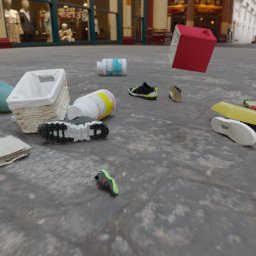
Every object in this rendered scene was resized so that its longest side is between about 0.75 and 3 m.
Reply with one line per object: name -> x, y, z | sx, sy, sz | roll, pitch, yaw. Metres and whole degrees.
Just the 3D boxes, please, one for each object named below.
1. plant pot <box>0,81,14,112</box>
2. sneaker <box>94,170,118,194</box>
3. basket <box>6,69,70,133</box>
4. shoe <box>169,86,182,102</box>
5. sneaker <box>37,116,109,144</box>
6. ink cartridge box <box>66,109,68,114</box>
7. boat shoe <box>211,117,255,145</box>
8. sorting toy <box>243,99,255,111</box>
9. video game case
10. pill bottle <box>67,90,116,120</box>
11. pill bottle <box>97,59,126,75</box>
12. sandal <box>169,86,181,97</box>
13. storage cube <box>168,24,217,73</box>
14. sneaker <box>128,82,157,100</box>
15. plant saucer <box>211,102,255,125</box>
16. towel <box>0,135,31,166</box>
plant pot -> -6.135, -1.490, 13.811 | 1.235, 1.539, 1.539 | 16, 25, 17
sneaker -> -0.592, 1.528, 7.611 | 0.434, 0.397, 1.035 | -32, 31, -17
basket -> -3.554, -1.153, 11.670 | 1.800, 1.638, 2.655 | -4, 35, 4
shoe -> 2.711, -1.866, 16.045 | 0.516, 0.394, 1.475 | -6, 40, -10
sneaker -> -2.097, 0.029, 10.760 | 2.599, 0.864, 1.176 | -2, 18, -14
ink cartridge box -> -3.420, -0.847, 12.866 | 1.174, 0.294, 0.945 | -9, 26, -27
boat shoe -> 4.202, 0.064, 10.848 | 0.774, 0.813, 2.259 | -9, 13, -20
sorting toy -> 6.433, -0.911, 13.427 | 1.379, 0.484, 2.860 | 5, 15, 13
video game case -> -3.677, -0.644, 13.150 | 2.329, 0.281, 2.555 | 9, 24, 22
pill bottle -> -1.615, -0.880, 12.462 | 1.250, 1.250, 2.397 | 10, 23, 25
pill bottle -> -1.328, -4.990, 22.902 | 2.369, 1.312, 1.312 | -1, 21, -2
sandal -> 2.914, -2.292, 17.210 | 0.744, 0.419, 1.956 | 3, 22, 8
storage cube -> 2.274, -2.903, 10.158 | 1.282, 1.427, 1.219 | 7, 37, -4
sneaker -> 0.929, -2.297, 16.541 | 2.202, 0.912, 0.790 | 20, 29, 41
plant saucer -> 4.810, -0.631, 11.880 | 2.028, 0.491, 2.028 | 14, 13, -5
towel -> -4.532, 0.878, 9.153 | 2.326, 0.401, 1.541 | -20, 27, -40
